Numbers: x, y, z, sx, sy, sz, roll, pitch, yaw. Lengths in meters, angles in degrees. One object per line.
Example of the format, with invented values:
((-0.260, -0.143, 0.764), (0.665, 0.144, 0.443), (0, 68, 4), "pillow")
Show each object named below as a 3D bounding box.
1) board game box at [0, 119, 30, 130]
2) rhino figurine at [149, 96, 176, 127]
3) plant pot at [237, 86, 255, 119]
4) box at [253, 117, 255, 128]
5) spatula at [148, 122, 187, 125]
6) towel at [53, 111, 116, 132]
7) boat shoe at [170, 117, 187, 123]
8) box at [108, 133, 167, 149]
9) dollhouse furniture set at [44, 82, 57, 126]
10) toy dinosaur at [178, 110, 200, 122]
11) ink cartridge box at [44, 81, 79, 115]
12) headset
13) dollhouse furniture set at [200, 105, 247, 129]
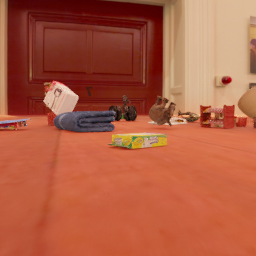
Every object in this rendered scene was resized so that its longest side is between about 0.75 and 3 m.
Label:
((-3.376, -0.053, 7.758), (1.287, 0.251, 1.017), (-5, 7, 11), "board game box")
((1.039, -0.450, 8.178), (0.543, 0.794, 1.816), (27, 6, -11), "rhino figurine")
((7.202, -1.166, 15.124), (2.015, 1.353, 2.015), (-11, -37, -9), "plant pot")
((4.331, -0.158, 8.334), (1.018, 0.381, 0.510), (6, 6, 44), "box")
((1.640, -0.211, 11.358), (1.066, 0.123, 1.533), (2, 4, 41), "spatula")
((-1.275, -0.209, 7.762), (1.214, 0.528, 2.174), (-3, 4, -28), "towel")
((2.101, -0.308, 12.032), (0.783, 0.278, 0.273), (10, 5, 32), "boat shoe")
((0.128, 0.175, 4.030), (0.785, 0.190, 0.460), (-5, 5, -40), "box")
((-2.726, -0.883, 10.478), (0.650, 1.599, 0.860), (-6, 6, -15), "dollhouse furniture set")
((3.012, -0.517, 13.503), (1.076, 0.579, 2.441), (6, 6, -4), "toy dinosaur")
((-2.196, -0.929, 9.132), (0.470, 0.806, 1.114), (16, 17, -46), "ink cartridge box")
((-0.274, -0.944, 14.786), (1.590, 1.209, 2.574), (-1, -4, -5), "headset")
((3.246, -0.387, 9.168), (1.774, 0.721, 0.955), (-3, 4, -39), "dollhouse furniture set")
